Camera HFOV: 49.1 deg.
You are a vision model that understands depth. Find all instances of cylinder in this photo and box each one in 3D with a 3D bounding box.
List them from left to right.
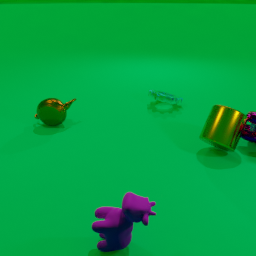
[{"bbox_3d":[2.222,0.013,6.541,0.855,0.855,0.855,24,-3,1],"label":"cylinder"}]

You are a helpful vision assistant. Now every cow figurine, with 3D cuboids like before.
[{"bbox_3d":[-0.038,1.374,4.044,0.926,0.941,0.516,-5,28,7],"label":"cow figurine"},{"bbox_3d":[3.515,0.144,6.701,1.533,0.855,1.558,22,18,22],"label":"cow figurine"}]

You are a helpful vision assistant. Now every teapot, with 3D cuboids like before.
[{"bbox_3d":[-2.086,-0.517,7.935,1.348,0.838,0.660,-18,29,14],"label":"teapot"}]

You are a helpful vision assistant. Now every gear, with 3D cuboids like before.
[{"bbox_3d":[1.255,-1.038,9.403,1.143,0.211,1.143,13,15,-3],"label":"gear"}]
